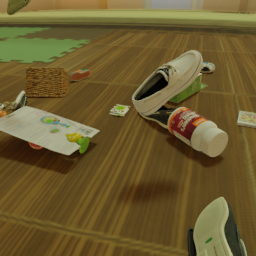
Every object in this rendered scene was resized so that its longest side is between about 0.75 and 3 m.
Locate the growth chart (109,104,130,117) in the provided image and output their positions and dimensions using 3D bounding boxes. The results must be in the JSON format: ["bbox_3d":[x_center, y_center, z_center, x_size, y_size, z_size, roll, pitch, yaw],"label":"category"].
[{"bbox_3d":[-0.324,-0.669,10.604,0.702,0.086,0.971,7,29,15],"label":"growth chart"}]

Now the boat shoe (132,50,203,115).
[{"bbox_3d":[0.898,-1.091,6.257,1.945,0.636,0.716,-47,58,-3],"label":"boat shoe"}]

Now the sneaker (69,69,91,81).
[{"bbox_3d":[-2.462,-2.621,13.863,0.527,0.471,1.320,16,28,38],"label":"sneaker"}]

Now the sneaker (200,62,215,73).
[{"bbox_3d":[3.837,-3.264,14.943,1.487,0.558,0.645,15,37,26],"label":"sneaker"}]

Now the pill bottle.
[{"bbox_3d":[2.027,0.100,8.277,0.938,0.938,1.713,-16,32,-26],"label":"pill bottle"}]

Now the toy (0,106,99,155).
[{"bbox_3d":[-2.494,0.201,8.381,2.870,0.678,1.653,14,28,20],"label":"toy"}]

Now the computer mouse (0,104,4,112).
[{"bbox_3d":[-5.256,-0.539,10.131,1.535,0.337,0.842,-11,25,-9],"label":"computer mouse"}]

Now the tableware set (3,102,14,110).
[{"bbox_3d":[-4.702,-0.901,11.023,0.635,0.088,0.760,4,27,5],"label":"tableware set"}]

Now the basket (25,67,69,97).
[{"bbox_3d":[-3.525,-1.903,12.388,1.749,1.303,1.249,-1,-4,-2],"label":"basket"}]

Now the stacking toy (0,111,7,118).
[{"bbox_3d":[-4.955,-0.433,9.631,1.483,0.861,0.814,-3,43,-38],"label":"stacking toy"}]

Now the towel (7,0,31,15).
[{"bbox_3d":[-3.088,-3.776,7.997,1.220,0.905,0.223,-6,-12,41],"label":"towel"}]

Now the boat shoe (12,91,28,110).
[{"bbox_3d":[-4.157,-1.018,10.918,0.434,0.482,1.364,34,19,-22],"label":"boat shoe"}]

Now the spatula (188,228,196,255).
[{"bbox_3d":[1.143,2.328,4.956,0.415,0.151,1.468,-3,23,12],"label":"spatula"}]

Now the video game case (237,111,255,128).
[{"bbox_3d":[4.378,-0.291,9.858,0.943,0.119,1.036,12,31,21],"label":"video game case"}]

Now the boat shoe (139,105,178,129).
[{"bbox_3d":[1.055,-0.614,9.796,0.745,0.701,2.073,-21,27,-25],"label":"boat shoe"}]

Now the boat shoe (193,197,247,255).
[{"bbox_3d":[1.692,2.086,5.038,0.758,0.805,2.242,45,23,-5],"label":"boat shoe"}]

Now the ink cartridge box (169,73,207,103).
[{"bbox_3d":[2.331,-2.031,12.353,1.405,0.802,2.706,22,35,35],"label":"ink cartridge box"}]
